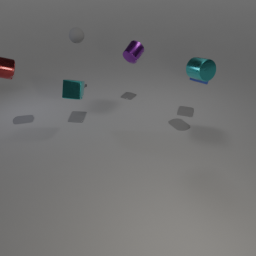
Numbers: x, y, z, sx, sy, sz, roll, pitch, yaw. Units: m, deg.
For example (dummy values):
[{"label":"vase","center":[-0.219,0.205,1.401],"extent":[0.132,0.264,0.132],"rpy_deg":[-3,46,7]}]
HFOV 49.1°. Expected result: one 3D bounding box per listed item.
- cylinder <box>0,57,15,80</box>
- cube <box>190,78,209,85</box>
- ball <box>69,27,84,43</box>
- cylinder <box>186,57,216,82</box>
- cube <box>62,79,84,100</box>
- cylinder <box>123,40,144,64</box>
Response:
[{"label":"cylinder","center":[-4.303,-2.060,9.578],"extent":[0.700,0.700,0.700],"rpy_deg":[5,23,-33]},{"label":"cube","center":[2.813,-2.156,10.721],"extent":[0.700,0.700,0.700],"rpy_deg":[17,26,9]},{"label":"ball","center":[-2.349,-4.228,12.791],"extent":[0.700,0.700,0.700],"rpy_deg":[0,30,0]},{"label":"cylinder","center":[2.362,-1.910,9.081],"extent":[0.700,0.700,0.700],"rpy_deg":[-13,23,-22]},{"label":"cube","center":[-2.107,-1.492,10.832],"extent":[0.700,0.700,0.700],"rpy_deg":[6,11,0]},{"label":"cylinder","center":[0.234,-3.248,11.982],"extent":[0.700,0.700,0.700],"rpy_deg":[20,68,32]}]
